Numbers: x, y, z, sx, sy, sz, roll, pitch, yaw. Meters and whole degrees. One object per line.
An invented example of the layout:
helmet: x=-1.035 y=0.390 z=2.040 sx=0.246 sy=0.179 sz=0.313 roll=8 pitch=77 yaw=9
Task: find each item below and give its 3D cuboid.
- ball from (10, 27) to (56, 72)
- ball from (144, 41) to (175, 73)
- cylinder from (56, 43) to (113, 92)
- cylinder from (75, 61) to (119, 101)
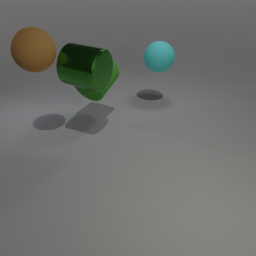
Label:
ball: x=-3.015 y=-2.495 z=8.969 sx=1.400 sy=1.400 sz=1.400 roll=0 pitch=29 yaw=0
ball: x=1.428 y=-3.244 z=12.807 sx=1.400 sy=1.400 sz=1.400 roll=0 pitch=29 yaw=0
cylinder: x=-1.425 y=-2.043 z=9.418 sx=1.400 sy=1.400 sz=1.400 roll=16 pitch=32 yaw=20
cylinder: x=-1.279 y=-2.054 z=11.312 sx=1.400 sy=1.400 sz=1.400 roll=16 pitch=58 yaw=27
